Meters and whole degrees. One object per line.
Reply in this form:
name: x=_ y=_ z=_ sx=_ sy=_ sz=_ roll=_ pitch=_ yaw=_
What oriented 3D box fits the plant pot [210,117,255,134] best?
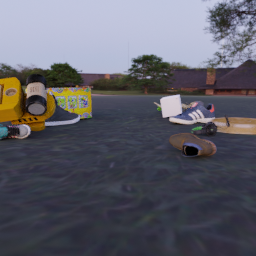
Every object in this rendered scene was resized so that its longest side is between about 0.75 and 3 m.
plant pot: x=4.012 y=-0.125 z=10.072 sx=2.423 sy=0.333 sz=2.423 roll=0 pitch=8 yaw=0

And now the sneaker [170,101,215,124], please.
sneaker: x=2.684 y=-0.657 z=11.689 sx=2.140 sy=0.905 sz=0.802 roll=-5 pitch=10 yaw=-25

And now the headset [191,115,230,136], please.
headset: x=2.578 y=-0.063 z=8.817 sx=1.190 sy=0.559 sz=0.735 roll=-9 pitch=6 yaw=16

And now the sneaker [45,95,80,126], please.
sneaker: x=-2.835 y=-0.771 z=11.345 sx=0.878 sy=1.232 sz=2.484 roll=3 pitch=7 yaw=32

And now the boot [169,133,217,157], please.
boot: x=1.297 y=0.368 z=6.267 sx=1.205 sy=0.450 sz=0.584 roll=11 pitch=11 yaw=44

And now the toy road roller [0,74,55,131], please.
toy road roller: x=-3.434 y=-0.627 z=8.903 sx=2.181 sy=1.592 sz=1.340 roll=-7 pitch=51 yaw=-9

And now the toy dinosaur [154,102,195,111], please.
toy dinosaur: x=2.858 y=-1.209 z=15.920 sx=2.599 sy=0.617 sz=1.146 roll=1 pitch=14 yaw=-14

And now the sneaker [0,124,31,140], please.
sneaker: x=-3.371 y=0.099 z=7.969 sx=1.099 sy=0.460 sz=0.664 roll=-5 pitch=0 yaw=26

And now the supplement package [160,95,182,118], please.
supplement package: x=2.201 y=-1.120 z=14.124 sx=0.923 sy=0.935 sz=1.542 roll=-8 pitch=7 yaw=13

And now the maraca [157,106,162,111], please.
maraca: x=2.257 y=-1.216 z=16.597 sx=1.052 sy=0.563 sz=0.721 roll=-4 pitch=-36 yaw=-12

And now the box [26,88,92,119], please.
box: x=-3.307 y=-1.167 z=13.306 sx=2.297 sy=1.455 sz=2.384 roll=-8 pitch=11 yaw=-38
